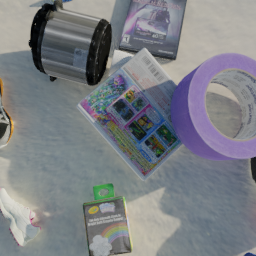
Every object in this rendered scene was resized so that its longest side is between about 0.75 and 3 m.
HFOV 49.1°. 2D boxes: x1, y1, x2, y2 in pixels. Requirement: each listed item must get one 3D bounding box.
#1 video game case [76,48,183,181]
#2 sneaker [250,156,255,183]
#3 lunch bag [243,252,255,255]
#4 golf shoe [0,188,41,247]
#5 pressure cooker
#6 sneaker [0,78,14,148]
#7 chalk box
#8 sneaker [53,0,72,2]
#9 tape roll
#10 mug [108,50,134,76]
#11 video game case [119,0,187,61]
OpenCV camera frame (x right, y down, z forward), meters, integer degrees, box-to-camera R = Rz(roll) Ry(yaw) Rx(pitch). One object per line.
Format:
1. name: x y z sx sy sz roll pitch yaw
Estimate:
1. video game case: 0.442 -0.408 8.079 2.617 0.341 2.875 -42 96 -10
2. sneaker: 4.293 1.559 7.716 1.230 1.145 2.850 8 74 -20
3. lunch bag: 3.079 4.073 6.667 1.429 1.467 2.159 33 77 8
4. golf shoe: -3.000 2.322 7.654 0.773 0.636 1.688 -28 82 -19
5. pressure cooker: -1.743 -2.418 8.131 2.267 2.025 1.994 14 79 3
6. sneaker: -4.117 -0.611 8.192 1.003 0.990 2.563 -18 77 -7
7. chalk box: -0.535 2.357 7.353 1.076 1.071 1.730 -9 74 -1
8. sneaker: -2.211 -4.546 9.585 0.869 0.341 0.287 -7 73 -3
9. tape roll: 2.691 -0.525 7.734 2.811 1.194 2.811 2 82 -13
10. mug: -0.075 -1.749 8.604 0.960 0.808 1.095 13 81 -6
11. video game case: 0.901 -3.647 9.393 1.900 0.252 2.659 12 76 3
